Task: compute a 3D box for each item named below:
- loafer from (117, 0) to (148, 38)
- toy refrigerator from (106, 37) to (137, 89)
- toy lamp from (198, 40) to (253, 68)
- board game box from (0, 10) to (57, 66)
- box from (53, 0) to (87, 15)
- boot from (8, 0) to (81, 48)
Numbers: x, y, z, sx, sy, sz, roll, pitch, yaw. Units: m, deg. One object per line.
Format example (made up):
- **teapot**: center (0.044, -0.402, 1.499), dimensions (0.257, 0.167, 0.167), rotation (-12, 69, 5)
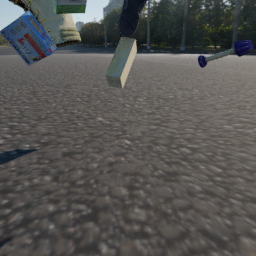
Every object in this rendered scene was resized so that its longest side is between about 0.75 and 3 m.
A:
- **loafer**: center (0.175, -3.916, 8.739), dimensions (0.805, 2.240, 0.705), rotation (21, 4, -17)
- **toy refrigerator**: center (-0.221, -2.132, 9.095), dimensions (0.558, 1.594, 0.605), rotation (14, -23, 13)
- **toy lamp**: center (2.309, -1.775, 6.716), dimensions (1.289, 0.375, 0.375), rotation (-11, 5, 45)
- **board game box**: center (-2.407, -2.124, 6.763), dimensions (1.020, 1.042, 0.291), rotation (-10, 39, 38)
- **box**: center (-1.278, -3.138, 6.396), dimensions (0.771, 1.068, 0.194), rotation (-16, 56, -31)
- **boot**: center (-2.856, -3.440, 8.435), dimensions (2.844, 2.199, 1.025), rotation (-19, 12, -36)
